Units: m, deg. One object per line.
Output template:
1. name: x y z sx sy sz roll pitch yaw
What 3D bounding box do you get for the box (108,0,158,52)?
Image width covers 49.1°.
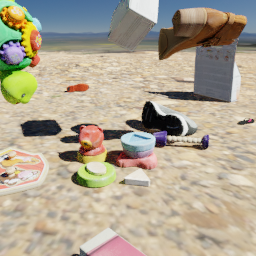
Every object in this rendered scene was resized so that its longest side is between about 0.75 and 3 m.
1. box: 0.142 -3.118 7.885 0.854 1.300 1.307 21 57 -22

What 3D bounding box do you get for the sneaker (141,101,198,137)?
1. sneaker: 1.308 -0.256 9.623 0.999 0.931 2.520 3 19 -34

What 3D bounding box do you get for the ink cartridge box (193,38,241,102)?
1. ink cartridge box: 4.303 -2.909 13.563 0.729 2.909 2.360 -15 25 -34

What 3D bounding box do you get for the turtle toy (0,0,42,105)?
1. turtle toy: -2.902 -1.926 7.030 1.344 2.659 1.938 6 8 5

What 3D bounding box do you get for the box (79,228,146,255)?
1. box: -0.119 1.976 3.781 1.040 0.665 0.567 19 28 41

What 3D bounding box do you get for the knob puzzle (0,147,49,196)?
1. knob puzzle: -2.958 0.990 6.881 2.418 0.335 2.418 0 20 0

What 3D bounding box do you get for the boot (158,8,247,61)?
1. boot: 1.917 -2.554 7.855 1.860 0.919 2.395 -2 -14 -13

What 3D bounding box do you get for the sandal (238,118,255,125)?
1. sandal: 4.439 -0.271 10.447 0.793 0.179 0.298 -11 23 -27

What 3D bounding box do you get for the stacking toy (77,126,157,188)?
1. stacking toy: -0.324 0.587 7.106 2.198 0.928 1.990 0 20 1

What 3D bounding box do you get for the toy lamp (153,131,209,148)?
1. toy lamp: 1.573 0.355 8.409 1.637 0.477 0.477 4 21 9

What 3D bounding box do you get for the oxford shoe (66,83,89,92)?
1. oxford shoe: -2.745 -2.227 15.309 1.252 0.446 0.454 -6 16 -15
